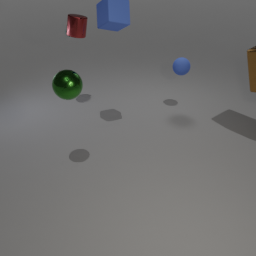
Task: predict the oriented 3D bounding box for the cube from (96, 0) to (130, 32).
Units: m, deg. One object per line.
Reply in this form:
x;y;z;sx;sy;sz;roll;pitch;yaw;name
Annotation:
-0.421;-3.216;7.928;0.700;0.700;0.700;-4;3;-33;cube

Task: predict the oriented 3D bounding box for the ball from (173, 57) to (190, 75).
2.124;-2.443;11.126;0.700;0.700;0.700;0;30;0;ball

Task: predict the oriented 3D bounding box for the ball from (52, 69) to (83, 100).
-1.402;-1.001;6.498;0.700;0.700;0.700;0;30;0;ball

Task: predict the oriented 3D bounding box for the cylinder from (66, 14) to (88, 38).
-1.835;-3.663;10.061;0.700;0.700;0.700;9;29;-5;cylinder

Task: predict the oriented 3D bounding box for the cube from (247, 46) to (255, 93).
4.737;-1.937;8.641;1.400;1.400;1.400;-29;27;-27;cube
